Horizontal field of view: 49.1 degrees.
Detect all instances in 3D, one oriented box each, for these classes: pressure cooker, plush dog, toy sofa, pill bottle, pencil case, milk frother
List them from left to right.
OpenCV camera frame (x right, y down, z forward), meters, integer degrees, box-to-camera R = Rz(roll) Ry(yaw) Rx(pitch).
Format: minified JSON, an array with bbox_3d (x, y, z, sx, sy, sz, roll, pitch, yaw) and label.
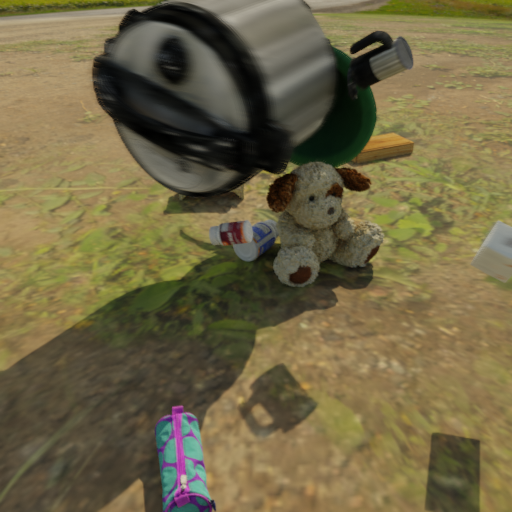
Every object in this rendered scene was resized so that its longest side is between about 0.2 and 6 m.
[{"bbox_3d":[-0.881,2.520,6.702,0.588,0.638,1.381,-7,30,-11],"label":"pencil case"},{"bbox_3d":[-0.761,-2.791,9.493,3.198,3.248,3.636,-9,24,41],"label":"pressure cooker"},{"bbox_3d":[-1.119,-1.921,14.136,1.734,0.846,0.718,-2,30,-1],"label":"toy sofa"},{"bbox_3d":[-0.437,-0.386,9.675,0.687,0.392,0.392,-6,27,19],"label":"pill bottle"},{"bbox_3d":[0.048,-0.358,11.692,0.597,0.597,1.065,18,34,28],"label":"pill bottle"},{"bbox_3d":[1.135,-0.837,11.000,2.443,2.099,1.960,-15,33,-24],"label":"plush dog"},{"bbox_3d":[2.002,-3.095,9.321,0.917,0.974,0.879,-14,-25,42],"label":"milk frother"}]

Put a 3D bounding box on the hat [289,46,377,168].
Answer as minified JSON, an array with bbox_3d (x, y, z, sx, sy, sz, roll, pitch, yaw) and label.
[{"bbox_3d":[1.387,-3.955,12.606,2.667,3.220,2.834,-26,23,34],"label":"hat"}]

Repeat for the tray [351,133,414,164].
[{"bbox_3d":[3.616,-3.286,16.942,2.064,0.382,1.018,-15,33,-22],"label":"tray"}]

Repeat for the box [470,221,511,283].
[{"bbox_3d":[3.367,-0.040,7.681,0.538,0.865,0.421,31,78,17],"label":"box"}]
